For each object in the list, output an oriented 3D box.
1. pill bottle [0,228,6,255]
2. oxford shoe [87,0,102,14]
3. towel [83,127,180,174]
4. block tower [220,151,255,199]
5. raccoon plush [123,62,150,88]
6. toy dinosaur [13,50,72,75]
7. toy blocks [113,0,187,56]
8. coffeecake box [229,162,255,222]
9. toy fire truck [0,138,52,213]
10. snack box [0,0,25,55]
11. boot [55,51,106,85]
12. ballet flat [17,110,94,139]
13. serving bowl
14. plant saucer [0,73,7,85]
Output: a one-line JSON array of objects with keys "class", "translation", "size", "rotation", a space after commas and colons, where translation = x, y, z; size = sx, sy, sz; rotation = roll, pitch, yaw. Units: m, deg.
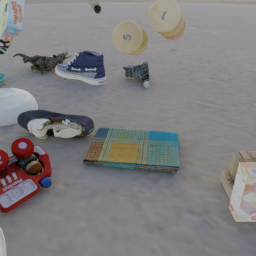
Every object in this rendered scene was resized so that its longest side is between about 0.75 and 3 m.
[{"class": "pill bottle", "translation": [-3.057, 1.924, 3.520], "size": [2.551, 1.432, 1.432], "rotation": [-2, 29, -3]}, {"class": "oxford shoe", "translation": [-1.166, -4.206, 9.258], "size": [0.362, 0.963, 0.278], "rotation": [-28, 35, 9]}, {"class": "towel", "translation": [0.172, 0.516, 7.273], "size": [2.325, 0.252, 1.705], "rotation": [3, 29, 9]}, {"class": "block tower", "translation": [3.530, 0.993, 5.807], "size": [2.923, 0.845, 0.790], "rotation": [-2, 29, -1]}, {"class": "raccoon plush", "translation": [0.324, -2.237, 11.726], "size": [1.105, 0.798, 1.649], "rotation": [-5, 29, 7]}, {"class": "toy dinosaur", "translation": [-4.079, -3.079, 13.234], "size": [2.632, 1.013, 1.346], "rotation": [-1, 16, 12]}, {"class": "toy blocks", "translation": [0.602, -2.248, 6.633], "size": [1.565, 0.682, 1.878], "rotation": [-25, 2, 19]}, {"class": "coffeecake box", "translation": [2.426, 1.184, 5.148], "size": [0.854, 1.113, 0.407], "rotation": [-1, 29, -2]}, {"class": "toy fire truck", "translation": [-2.305, 0.989, 6.006], "size": [1.229, 0.820, 1.463], "rotation": [43, 47, 19]}, {"class": "snack box", "translation": [-3.288, -2.907, 7.613], "size": [0.393, 1.230, 2.117], "rotation": [7, -8, -35]}, {"class": "boot", "translation": [-2.089, -2.780, 12.107], "size": [2.761, 1.247, 1.004], "rotation": [17, 33, 28]}, {"class": "ballet flat", "translation": [-2.077, -0.051, 7.766], "size": [2.244, 0.820, 0.820], "rotation": [4, 29, 2]}, {"class": "serving bowl", "translation": [-4.093, -0.828, 9.192], "size": [2.123, 0.698, 2.123], "rotation": [0, 30, 0]}, {"class": "plant saucer", "translation": [-5.823, -1.917, 11.565], "size": [1.568, 0.282, 1.568], "rotation": [1, 29, 0]}]
